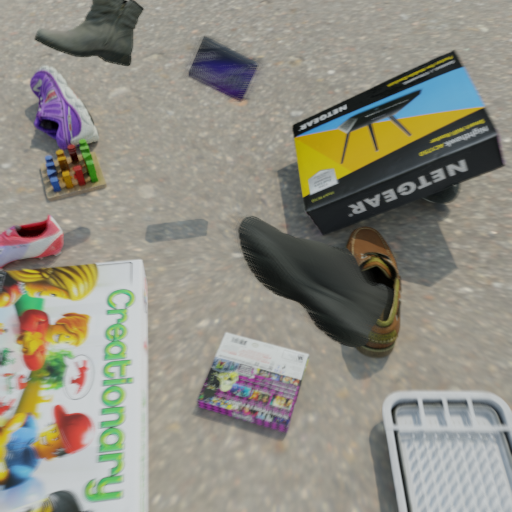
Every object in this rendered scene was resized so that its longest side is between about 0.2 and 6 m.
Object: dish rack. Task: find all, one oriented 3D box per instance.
[{"bbox_3d":[2.927,3.146,8.217,1.996,0.506,2.326,1,47,-1],"label":"dish rack"}]

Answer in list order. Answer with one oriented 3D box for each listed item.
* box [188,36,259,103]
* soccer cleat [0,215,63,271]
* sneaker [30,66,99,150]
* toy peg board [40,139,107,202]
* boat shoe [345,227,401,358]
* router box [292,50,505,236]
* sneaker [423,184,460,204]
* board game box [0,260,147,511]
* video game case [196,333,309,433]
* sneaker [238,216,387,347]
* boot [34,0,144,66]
[{"bbox_3d":[-0.651,-3.646,10.948,1.152,0.813,0.454,21,20,-17],"label":"box"},{"bbox_3d":[-5.007,-0.173,11.038,2.325,0.889,0.776,-17,49,-16],"label":"soccer cleat"},{"bbox_3d":[-5.176,-3.757,14.215,1.263,1.221,3.027,-30,54,-18],"label":"sneaker"},{"bbox_3d":[-4.302,-2.061,12.957,1.329,0.653,1.334,-16,49,-15],"label":"toy peg board"},{"bbox_3d":[2.251,0.393,10.424,1.066,1.007,2.963,0,47,0],"label":"boat shoe"},{"bbox_3d":[2.786,-2.377,11.806,3.858,0.985,2.878,-22,48,19],"label":"router box"},{"bbox_3d":[4.064,-2.671,13.083,1.466,1.290,3.465,4,55,-31],"label":"sneaker"},{"bbox_3d":[-3.350,2.289,8.728,3.225,0.884,5.109,-5,47,-6],"label":"board game box"},{"bbox_3d":[-0.025,2.074,9.360,1.553,0.278,1.407,13,48,11],"label":"video game case"},{"bbox_3d":[0.595,0.150,5.996,1.809,0.687,0.821,41,66,3],"label":"sneaker"},{"bbox_3d":[-3.024,-4.253,10.182,1.887,1.233,0.639,-4,28,-40],"label":"boot"}]
